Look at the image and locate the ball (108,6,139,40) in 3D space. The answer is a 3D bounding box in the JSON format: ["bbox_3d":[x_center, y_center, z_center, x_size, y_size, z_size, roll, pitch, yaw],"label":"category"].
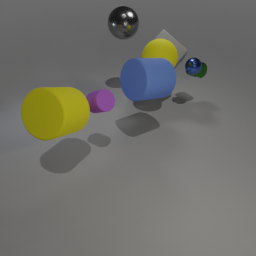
[{"bbox_3d":[-0.208,-4.660,12.443,1.400,1.400,1.400,0,32,0],"label":"ball"}]

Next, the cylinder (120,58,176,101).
[{"bbox_3d":[0.688,-1.681,9.624,1.400,1.400,1.400,-12,32,-39],"label":"cylinder"}]

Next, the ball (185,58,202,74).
[{"bbox_3d":[2.779,-2.633,11.898,0.700,0.700,0.700,0,32,0],"label":"ball"}]

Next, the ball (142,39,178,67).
[{"bbox_3d":[1.244,-2.779,11.016,1.400,1.400,1.400,0,32,0],"label":"ball"}]

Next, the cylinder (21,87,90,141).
[{"bbox_3d":[-2.009,-0.449,7.941,1.400,1.400,1.400,11,12,17],"label":"cylinder"}]

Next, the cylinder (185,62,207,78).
[{"bbox_3d":[3.088,-2.662,12.672,0.700,0.700,0.700,-16,27,-24],"label":"cylinder"}]

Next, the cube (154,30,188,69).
[{"bbox_3d":[1.590,-3.179,12.417,1.400,1.400,1.400,42,3,2],"label":"cube"}]

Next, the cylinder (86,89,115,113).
[{"bbox_3d":[-0.889,-0.839,8.881,0.700,0.700,0.700,-27,15,-36],"label":"cylinder"}]
